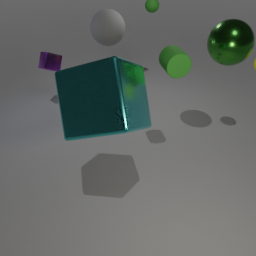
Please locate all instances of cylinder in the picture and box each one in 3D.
[{"bbox_3d":[1.276,-1.812,7.642,0.700,0.700,0.700,-7,37,-11],"label":"cylinder"}]

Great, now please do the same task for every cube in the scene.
[{"bbox_3d":[-0.464,-0.563,5.860,1.400,1.400,1.400,-8,1,24],"label":"cube"},{"bbox_3d":[-3.312,-2.817,11.939,0.700,0.700,0.700,4,10,-42],"label":"cube"}]

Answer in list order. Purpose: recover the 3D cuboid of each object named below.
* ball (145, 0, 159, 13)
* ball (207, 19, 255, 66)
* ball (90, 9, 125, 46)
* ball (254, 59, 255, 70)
[{"bbox_3d":[1.185,-6.027,13.735,0.700,0.700,0.700,0,32,0],"label":"ball"},{"bbox_3d":[3.194,-2.661,8.752,1.400,1.400,1.400,0,32,0],"label":"ball"},{"bbox_3d":[-0.805,-4.019,11.239,1.400,1.400,1.400,0,32,0],"label":"ball"},{"bbox_3d":[4.548,-2.127,9.258,0.700,0.700,0.700,0,32,0],"label":"ball"}]
